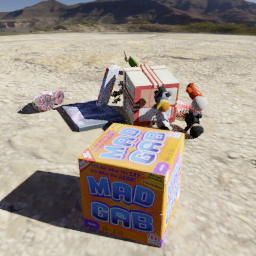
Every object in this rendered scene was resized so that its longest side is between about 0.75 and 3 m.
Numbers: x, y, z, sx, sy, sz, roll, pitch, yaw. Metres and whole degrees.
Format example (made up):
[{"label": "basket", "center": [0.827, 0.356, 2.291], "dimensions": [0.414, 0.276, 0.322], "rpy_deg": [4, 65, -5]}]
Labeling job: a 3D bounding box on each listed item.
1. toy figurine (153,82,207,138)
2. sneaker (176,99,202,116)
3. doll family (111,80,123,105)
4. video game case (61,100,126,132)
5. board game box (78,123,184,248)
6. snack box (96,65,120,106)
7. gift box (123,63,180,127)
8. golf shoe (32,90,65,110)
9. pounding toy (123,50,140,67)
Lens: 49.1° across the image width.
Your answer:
[{"label": "toy figurine", "center": [1.948, -0.590, 10.730], "dimensions": [1.993, 2.025, 1.409], "rpy_deg": [-4, 41, -1]}, {"label": "sneaker", "center": [2.490, -0.755, 12.801], "dimensions": [0.861, 0.731, 1.984], "rpy_deg": [-27, 29, -24]}, {"label": "doll family", "center": [-0.374, -1.803, 13.558], "dimensions": [0.564, 1.437, 0.831], "rpy_deg": [44, 26, 9]}, {"label": "video game case", "center": [-1.687, -0.663, 12.898], "dimensions": [2.114, 0.281, 2.960], "rpy_deg": [-11, 28, -24]}, {"label": "board game box", "center": [0.169, 1.226, 6.715], "dimensions": [1.915, 1.914, 1.913], "rpy_deg": [9, 27, 19]}, {"label": "snack box", "center": [-0.933, -1.918, 12.852], "dimensions": [0.237, 1.953, 0.702], "rpy_deg": [38, 36, 25]}, {"label": "gift box", "center": [1.047, -1.452, 12.464], "dimensions": [2.434, 2.246, 2.272], "rpy_deg": [-3, 33, -16]}, {"label": "golf shoe", "center": [-4.106, -1.366, 13.867], "dimensions": [1.045, 0.824, 2.269], "rpy_deg": [3, 16, 17]}, {"label": "pounding toy", "center": [0.226, -4.477, 20.344], "dimensions": [2.045, 0.949, 1.578], "rpy_deg": [45, 4, 11]}]
